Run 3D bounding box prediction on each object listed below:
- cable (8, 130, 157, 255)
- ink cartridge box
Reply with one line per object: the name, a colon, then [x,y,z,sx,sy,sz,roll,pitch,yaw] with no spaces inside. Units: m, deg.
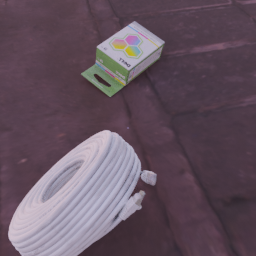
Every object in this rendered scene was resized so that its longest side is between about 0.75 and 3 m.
cable: [-1.027,1.238,5.336,2.805,0.971,2.805,-42,16,-5]
ink cartridge box: [-0.149,-2.371,9.396,1.397,0.798,2.691,39,61,15]
